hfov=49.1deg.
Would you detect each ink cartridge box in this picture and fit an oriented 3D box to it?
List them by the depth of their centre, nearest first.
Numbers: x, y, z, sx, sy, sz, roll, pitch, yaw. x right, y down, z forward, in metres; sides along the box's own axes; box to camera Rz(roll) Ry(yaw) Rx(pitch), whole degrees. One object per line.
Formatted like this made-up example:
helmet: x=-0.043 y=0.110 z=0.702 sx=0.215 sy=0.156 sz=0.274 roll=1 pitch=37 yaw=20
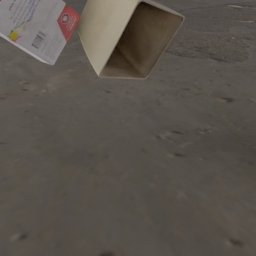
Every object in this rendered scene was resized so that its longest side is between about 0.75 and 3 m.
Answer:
ink cartridge box: x=-2.800 y=-3.022 z=7.076 sx=2.759 sy=1.607 sz=0.931 roll=31 pitch=-2 yaw=-42

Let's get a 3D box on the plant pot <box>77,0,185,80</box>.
plant pot: x=-0.118 y=-2.101 z=5.841 sx=1.610 sy=1.608 sz=1.425 roll=-11 pitch=52 yaw=-51
